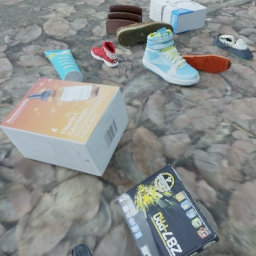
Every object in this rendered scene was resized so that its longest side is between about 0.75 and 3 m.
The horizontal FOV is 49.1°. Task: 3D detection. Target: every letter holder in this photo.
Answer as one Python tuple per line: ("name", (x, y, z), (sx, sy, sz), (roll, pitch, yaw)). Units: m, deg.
("letter holder", (-0.190, -5.295, 13.707), (1.679, 1.193, 0.844), (8, 44, 8))

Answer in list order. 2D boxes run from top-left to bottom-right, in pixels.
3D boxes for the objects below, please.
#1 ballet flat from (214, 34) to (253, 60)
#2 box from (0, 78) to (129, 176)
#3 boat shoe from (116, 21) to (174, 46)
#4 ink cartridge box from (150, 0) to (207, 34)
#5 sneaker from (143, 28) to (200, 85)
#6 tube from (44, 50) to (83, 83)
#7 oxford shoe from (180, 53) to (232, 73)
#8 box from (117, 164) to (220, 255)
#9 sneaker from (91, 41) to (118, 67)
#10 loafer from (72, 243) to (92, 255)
("ballet flat", (4.646, -3.645, 12.318), (0.717, 0.717, 1.962), (-29, 51, -28))
("box", (-1.598, -0.119, 7.542), (2.586, 1.375, 1.969), (9, 53, 22))
("boat shoe", (0.756, -4.533, 13.047), (2.720, 0.979, 0.919), (-10, 46, -7))
("ink cartridge box", (2.525, -5.969, 14.534), (1.819, 1.050, 2.491), (-21, 47, -21))
("sneaker", (1.631, -2.780, 10.619), (2.627, 1.715, 1.045), (33, 51, 29))
("tube", (-2.532, -2.554, 11.227), (1.103, 0.718, 2.849), (-6, 37, -25))
("oxford shoe", (3.077, -2.747, 11.324), (2.129, 0.758, 0.772), (9, 38, 9))
("box", (0.770, 1.908, 5.971), (1.494, 0.455, 1.854), (-35, 51, 6))
("sneaker", (-0.979, -3.305, 11.738), (0.648, 0.955, 1.653), (-33, 52, -30))
("loafer", (-0.857, 3.160, 4.872), (0.804, 0.778, 2.292), (-3, 43, -15))
